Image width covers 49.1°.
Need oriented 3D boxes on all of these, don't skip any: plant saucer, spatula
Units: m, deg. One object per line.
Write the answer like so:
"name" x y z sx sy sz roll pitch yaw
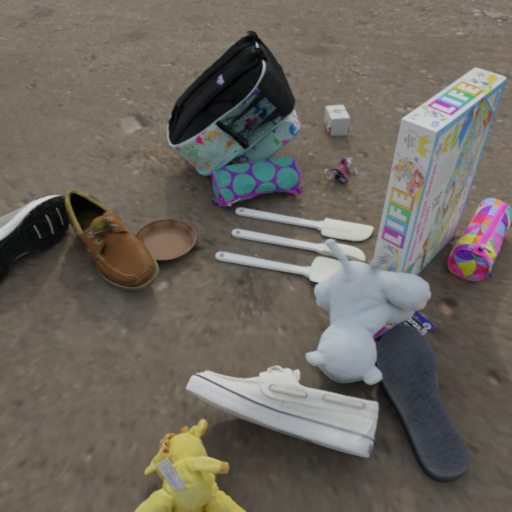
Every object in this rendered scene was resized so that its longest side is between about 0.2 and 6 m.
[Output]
"plant saucer" -1.912 -0.288 11.801 1.308 0.239 1.308 0 44 0
"spatula" 0.808 -0.254 11.766 3.085 0.248 2.145 11 45 11

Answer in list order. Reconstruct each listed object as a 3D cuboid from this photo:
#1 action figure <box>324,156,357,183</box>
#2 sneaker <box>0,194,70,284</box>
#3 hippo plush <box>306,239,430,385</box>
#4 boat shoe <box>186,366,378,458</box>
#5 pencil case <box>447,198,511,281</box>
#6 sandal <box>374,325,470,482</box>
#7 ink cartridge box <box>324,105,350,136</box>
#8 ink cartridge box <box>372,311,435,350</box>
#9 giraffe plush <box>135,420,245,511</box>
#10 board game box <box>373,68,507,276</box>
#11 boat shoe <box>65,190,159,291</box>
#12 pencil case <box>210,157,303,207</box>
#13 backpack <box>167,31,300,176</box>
"action figure" 2.100 -2.116 13.672 0.625 0.562 0.839 -3 41 27
"sneaker" -5.048 -0.432 11.371 1.173 1.094 2.959 23 48 29
"hippo plush" 1.790 1.149 8.980 1.850 2.323 1.867 9 68 4
"boat shoe" 0.409 2.134 8.423 2.876 1.035 0.945 15 70 13
"pencil case" 4.634 -0.350 11.412 0.916 0.916 2.073 23 47 22
"sandal" 2.523 2.301 8.916 0.976 0.550 2.568 -9 53 0
"ink cartridge box" 2.182 -3.683 15.210 0.525 0.528 0.726 -5 43 -5
"ink cartridge box" 2.490 1.327 10.079 1.479 0.274 0.700 -25 48 -27
"giraffe plush" -0.976 3.058 7.552 1.516 1.757 1.425 -13 16 -8
"board game box" 3.250 -1.252 10.314 0.628 3.669 2.467 32 51 29
"boat shoe" -3.031 -0.345 11.140 1.024 0.968 2.846 -42 54 -17
"pencil case" -0.010 -1.691 12.823 2.058 0.876 0.951 -13 74 -15
"backpack" -0.597 -3.376 13.365 3.081 2.319 2.735 -32 39 17
